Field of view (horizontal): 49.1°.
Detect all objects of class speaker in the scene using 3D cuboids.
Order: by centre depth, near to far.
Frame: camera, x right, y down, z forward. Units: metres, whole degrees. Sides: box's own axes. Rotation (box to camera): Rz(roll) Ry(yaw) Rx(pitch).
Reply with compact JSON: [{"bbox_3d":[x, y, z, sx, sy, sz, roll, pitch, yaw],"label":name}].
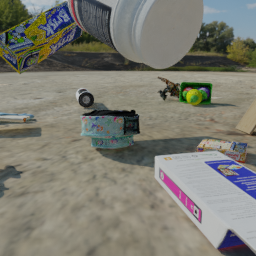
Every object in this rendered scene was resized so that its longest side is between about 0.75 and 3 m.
[{"bbox_3d":[-2.058,-1.447,13.256,0.737,0.737,1.815,-3,14,-13],"label":"speaker"}]

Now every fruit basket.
[{"bbox_3d":[3.229,-1.638,13.488,1.647,1.188,1.647,7,-2,0],"label":"fruit basket"}]

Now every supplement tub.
[{"bbox_3d":[0.076,-2.758,6.507,2.007,2.007,2.861,-12,41,-39],"label":"supplement tub"}]

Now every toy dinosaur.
[{"bbox_3d":[2.179,-2.033,14.650,1.640,1.113,0.838,53,22,20],"label":"toy dinosaur"}]

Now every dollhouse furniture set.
[{"bbox_3d":[4.641,0.042,8.150,1.799,1.466,1.711,32,4,-20],"label":"dollhouse furniture set"}]

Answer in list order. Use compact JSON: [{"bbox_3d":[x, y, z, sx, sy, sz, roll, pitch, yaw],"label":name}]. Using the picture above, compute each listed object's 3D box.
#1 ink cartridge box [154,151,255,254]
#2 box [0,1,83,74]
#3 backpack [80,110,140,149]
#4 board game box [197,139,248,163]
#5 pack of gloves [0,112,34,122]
[{"bbox_3d":[1.458,0.984,4.048,1.319,0.516,2.785,-3,12,-14],"label":"ink cartridge box"},{"bbox_3d":[-2.546,-2.791,8.480,0.917,0.842,2.617,42,60,7],"label":"box"},{"bbox_3d":[-0.490,0.000,6.804,1.176,0.997,1.324,4,1,42],"label":"backpack"},{"bbox_3d":[2.191,0.497,6.489,1.029,0.238,0.779,7,16,25],"label":"board game box"},{"bbox_3d":[-4.715,-0.203,9.202,2.981,0.588,2.505,3,5,-9],"label":"pack of gloves"}]
